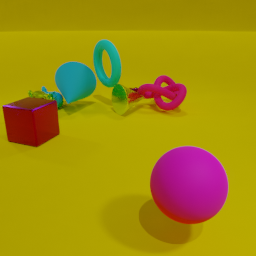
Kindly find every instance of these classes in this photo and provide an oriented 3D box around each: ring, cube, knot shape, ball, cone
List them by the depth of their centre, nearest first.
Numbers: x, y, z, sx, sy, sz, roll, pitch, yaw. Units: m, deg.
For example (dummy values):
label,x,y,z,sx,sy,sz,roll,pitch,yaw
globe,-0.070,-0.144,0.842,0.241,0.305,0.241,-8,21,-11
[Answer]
label,x,y,z,sx,sy,sz,roll,pitch,yaw
ball,0.848,0.793,3.959,1.076,1.076,1.076,0,21,0
cube,-2.673,-0.207,7.841,1.042,1.042,1.042,8,22,21
cone,-2.011,-1.312,10.090,1.598,1.598,1.604,0,38,1
cone,0.146,-1.079,10.115,1.101,1.097,1.097,-9,23,-31
knot shape,1.214,-1.347,10.469,1.737,0.858,1.856,2,29,-1
ring,-0.799,-2.387,10.475,0.355,1.775,1.775,-17,27,-29

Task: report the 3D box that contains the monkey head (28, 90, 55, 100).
label,x,y,z,sx,sy,sz,roll,pitch,yaw
monkey head,-2.962,-0.790,9.611,0.800,0.956,1.328,-1,-22,0

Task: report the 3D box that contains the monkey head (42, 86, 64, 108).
label,x,y,z,sx,sy,sz,roll,pitch,yaw
monkey head,-2.837,-1.173,10.516,0.757,0.904,1.256,-13,-9,-5

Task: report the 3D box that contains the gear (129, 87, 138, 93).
label,x,y,z,sx,sy,sz,roll,pitch,yaw
gear,0.389,-1.575,12.518,1.185,0.219,1.185,0,21,0
